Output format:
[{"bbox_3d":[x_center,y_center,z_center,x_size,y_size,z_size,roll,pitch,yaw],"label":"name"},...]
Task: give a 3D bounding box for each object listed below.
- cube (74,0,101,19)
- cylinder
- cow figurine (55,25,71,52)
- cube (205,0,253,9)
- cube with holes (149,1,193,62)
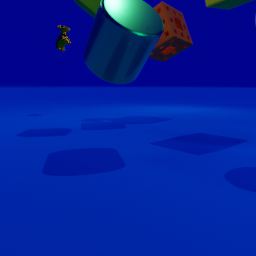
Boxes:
[{"bbox_3d":[-0.961,-3.788,7.985,0.913,0.913,0.913,38,6,-6],"label":"cube"},{"bbox_3d":[-0.109,-1.581,5.036,1.144,1.144,1.144,-5,-31,-30],"label":"cylinder"},{"bbox_3d":[-2.747,-3.775,11.674,0.515,0.938,0.923,9,43,-50],"label":"cow figurine"},{"bbox_3d":[2.669,-3.778,6.851,1.262,1.262,1.262,-4,11,46],"label":"cube"},{"bbox_3d":[1.287,-3.444,10.266,1.358,1.358,1.358,-25,-15,38],"label":"cube with holes"}]
